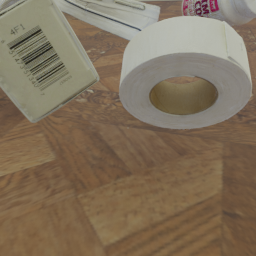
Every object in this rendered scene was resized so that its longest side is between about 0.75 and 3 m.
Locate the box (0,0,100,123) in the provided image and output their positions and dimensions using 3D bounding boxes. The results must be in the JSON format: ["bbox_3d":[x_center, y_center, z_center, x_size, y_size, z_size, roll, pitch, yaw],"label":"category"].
[{"bbox_3d":[-1.372,-1.083,3.811,0.908,1.092,2.657,-35,32,-8],"label":"box"}]

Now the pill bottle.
[{"bbox_3d":[2.746,-3.544,7.818,1.426,1.426,2.515,-13,15,-20],"label":"pill bottle"}]

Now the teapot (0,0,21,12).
[{"bbox_3d":[-3.677,-3.140,8.540,2.144,2.897,2.936,29,34,26],"label":"teapot"}]

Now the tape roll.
[{"bbox_3d":[1.045,-0.898,5.323,2.403,2.403,0.841,3,61,5],"label":"tape roll"}]

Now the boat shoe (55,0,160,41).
[{"bbox_3d":[-0.624,-2.623,5.873,2.790,0.912,1.026,27,18,10],"label":"boat shoe"}]
